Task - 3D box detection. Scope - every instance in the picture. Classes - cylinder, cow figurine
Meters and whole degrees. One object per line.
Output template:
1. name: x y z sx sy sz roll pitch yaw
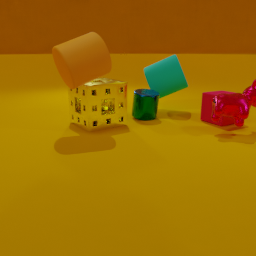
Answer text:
1. cylinder: -1.270 -1.862 7.755 1.218 1.218 1.218 -29 27 -20
2. cow figurine: 3.131 -0.776 7.978 1.481 0.813 1.458 12 61 11
3. cylinder: 1.446 -1.925 10.660 1.315 1.315 1.315 -22 12 14
4. cylinder: 0.601 -0.818 9.689 0.884 0.884 0.884 4 24 -2

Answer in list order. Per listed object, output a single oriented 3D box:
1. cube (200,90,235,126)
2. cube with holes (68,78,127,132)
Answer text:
1. cube: 3.098 -0.679 9.249 0.956 0.956 0.956 -9 18 -29
2. cube with holes: -0.971 -0.801 8.925 1.375 1.375 1.375 -11 20 -32
